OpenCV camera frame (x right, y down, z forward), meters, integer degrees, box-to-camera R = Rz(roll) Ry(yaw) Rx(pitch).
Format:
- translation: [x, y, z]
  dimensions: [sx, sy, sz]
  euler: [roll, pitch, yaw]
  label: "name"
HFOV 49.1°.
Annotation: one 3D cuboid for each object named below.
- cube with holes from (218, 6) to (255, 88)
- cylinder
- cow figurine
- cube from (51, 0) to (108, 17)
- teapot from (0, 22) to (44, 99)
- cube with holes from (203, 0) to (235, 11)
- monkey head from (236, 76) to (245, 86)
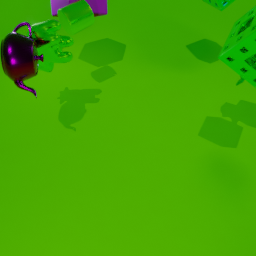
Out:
- translation: [2.193, -1.359, 4.445]
  dimensions: [0.891, 0.891, 0.891]
  euler: [34, 67, -11]
  label: "cube with holes"
- translation: [-1.468, -3.134, 7.928]
  dimensions: [0.763, 0.763, 0.763]
  euler: [-35, 55, -17]
  label: "cylinder"
- translation: [-2.238, -2.066, 7.298]
  dimensions: [1.605, 1.632, 0.896]
  euler: [-3, 73, 14]
  label: "cow figurine"
- translation: [-1.595, -4.323, 8.976]
  dimensions: [1.358, 1.358, 1.358]
  euler: [-13, 20, -36]
  label: "cube"
- translation: [-2.341, -1.526, 6.319]
  dimensions: [0.854, 1.084, 1.744]
  euler: [-2, 89, -10]
  label: "teapot"
- translation: [2.832, -4.566, 8.519]
  dimensions: [1.164, 1.164, 1.164]
  euler: [-37, 42, 10]
  label: "cube with holes"
- translation: [2.970, -1.405, 6.686]
  dimensions: [0.741, 1.230, 0.885]
  euler: [23, 47, 21]
  label: "monkey head"
